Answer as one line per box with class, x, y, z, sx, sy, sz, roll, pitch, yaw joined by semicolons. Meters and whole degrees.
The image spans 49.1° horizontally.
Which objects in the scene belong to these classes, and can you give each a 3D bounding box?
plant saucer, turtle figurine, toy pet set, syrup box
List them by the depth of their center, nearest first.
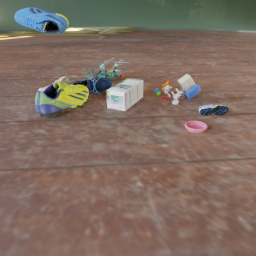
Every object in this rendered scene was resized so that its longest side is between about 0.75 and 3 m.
plant saucer;2.334;-0.022;9.650;0.755;0.191;0.755;0;24;0
syrup box;-0.079;-1.470;12.017;0.807;0.834;2.049;10;26;22
toy pet set;2.289;-1.584;12.638;1.698;0.966;1.818;-34;21;8
turtle figurine;-1.123;-3.072;15.163;2.228;1.122;1.668;-8;6;22

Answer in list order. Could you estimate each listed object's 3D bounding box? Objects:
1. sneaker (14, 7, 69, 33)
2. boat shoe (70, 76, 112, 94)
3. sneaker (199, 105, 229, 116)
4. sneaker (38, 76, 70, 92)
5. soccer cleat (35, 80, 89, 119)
sneaker;-2.277;-2.715;7.140;1.479;0.487;0.580;12;38;7
boat shoe;-1.766;-1.905;13.111;2.009;0.845;0.690;-12;6;7
sneaker;3.333;-0.758;10.932;1.174;0.445;0.452;0;29;-4
sneaker;-3.352;-1.714;12.379;0.955;0.688;1.827;7;45;20
soccer cleat;-2.521;-1.387;11.320;0.968;1.252;2.993;12;27;24
